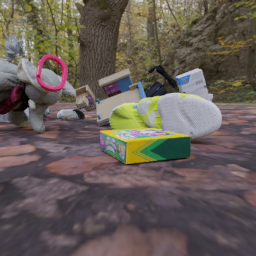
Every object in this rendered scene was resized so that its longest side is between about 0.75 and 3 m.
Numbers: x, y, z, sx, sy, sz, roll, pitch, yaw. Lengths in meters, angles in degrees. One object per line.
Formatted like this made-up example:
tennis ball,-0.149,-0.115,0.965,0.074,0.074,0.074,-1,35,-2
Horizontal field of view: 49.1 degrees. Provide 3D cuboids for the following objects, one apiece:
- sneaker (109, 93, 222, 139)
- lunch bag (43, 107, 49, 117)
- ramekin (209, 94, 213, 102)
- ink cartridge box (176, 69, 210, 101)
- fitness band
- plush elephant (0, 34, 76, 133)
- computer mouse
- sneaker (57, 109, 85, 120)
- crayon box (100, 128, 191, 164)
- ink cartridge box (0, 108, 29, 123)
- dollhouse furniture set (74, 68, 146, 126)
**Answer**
sneaker,0.994,-0.301,6.913,2.839,1.075,1.491,3,7,34
lunch bag,-4.842,-0.899,13.856,1.727,0.712,1.388,0,8,-1
ramekin,2.536,-0.864,11.746,1.970,1.034,1.970,-2,8,0
ink cartridge box,1.913,-1.147,8.272,0.724,0.992,0.418,-20,18,0
fitness band,-1.632,-1.177,6.032,0.639,0.890,0.167,20,-34,-29
plush elephant,-2.797,-0.920,7.816,2.261,2.921,2.405,23,8,22
computer mouse,1.059,-1.749,11.838,0.431,1.316,1.875,-36,-2,-45
sneaker,-2.445,-0.545,12.061,1.307,0.470,0.474,3,-22,-43
crayon box,0.239,0.269,4.889,1.140,0.385,1.321,-4,7,-22
ink cartridge box,-4.565,-0.738,11.986,2.136,0.631,2.669,2,11,23
dollhouse furniture set,-0.497,-0.465,10.544,2.704,1.869,2.864,-21,37,6
